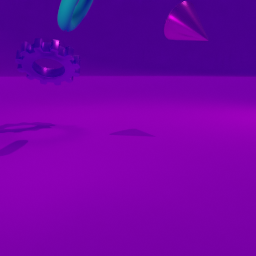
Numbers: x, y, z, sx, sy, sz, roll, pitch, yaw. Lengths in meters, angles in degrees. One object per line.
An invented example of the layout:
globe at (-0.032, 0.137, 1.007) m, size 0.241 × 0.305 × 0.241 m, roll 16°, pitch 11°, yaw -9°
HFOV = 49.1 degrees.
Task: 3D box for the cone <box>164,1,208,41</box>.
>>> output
cone at (1.776, -2.660, 7.634) m, size 1.124 × 1.124 × 1.129 m, roll -11°, pitch 48°, yaw -42°

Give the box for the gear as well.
gear at (-2.476, -2.009, 8.788) m, size 1.923 × 0.356 × 1.923 m, roll -1°, pitch -24°, yaw -1°

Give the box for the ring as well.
ring at (-1.089, -2.800, 6.167) m, size 0.290 × 1.449 × 1.449 m, roll 31°, pitch 10°, yaw -5°
